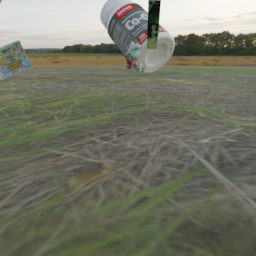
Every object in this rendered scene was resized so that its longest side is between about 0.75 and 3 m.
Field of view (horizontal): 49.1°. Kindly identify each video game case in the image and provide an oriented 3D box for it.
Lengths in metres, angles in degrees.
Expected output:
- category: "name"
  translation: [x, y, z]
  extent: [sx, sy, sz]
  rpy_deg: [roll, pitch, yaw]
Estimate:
- category: "video game case"
  translation: [-3.171, -1.817, 7.516]
  extent: [0.901, 0.820, 0.099]
  rpy_deg: [-30, 45, -19]

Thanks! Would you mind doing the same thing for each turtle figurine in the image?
- category: "turtle figurine"
  translation: [0.142, -1.512, 6.089]
  extent: [0.398, 0.592, 0.791]
  rpy_deg: [1, 7, -21]

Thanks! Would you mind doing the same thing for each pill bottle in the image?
- category: "pill bottle"
  translation: [0.197, -2.853, 8.333]
  extent: [1.334, 1.334, 2.343]
  rpy_deg: [-12, 55, -39]

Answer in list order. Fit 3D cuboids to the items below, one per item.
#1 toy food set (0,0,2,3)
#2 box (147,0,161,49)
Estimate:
- category: "toy food set"
  translation: [-2.702, -2.796, 5.598]
  extent: [0.405, 1.636, 2.574]
  rpy_deg: [28, 6, -33]
- category: "box"
  translation: [0.599, -2.827, 6.529]
  extent: [0.304, 1.206, 1.671]
  rpy_deg: [2, -19, 5]
